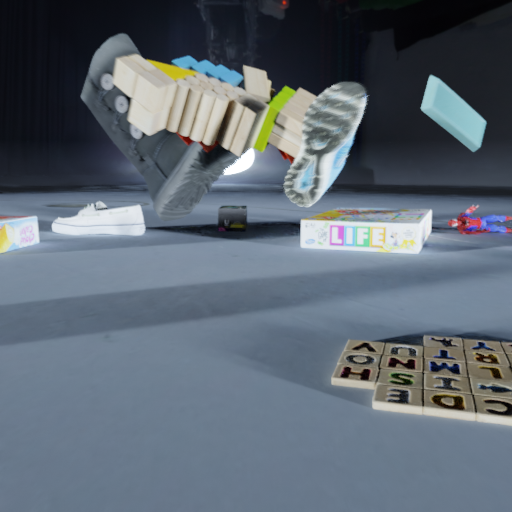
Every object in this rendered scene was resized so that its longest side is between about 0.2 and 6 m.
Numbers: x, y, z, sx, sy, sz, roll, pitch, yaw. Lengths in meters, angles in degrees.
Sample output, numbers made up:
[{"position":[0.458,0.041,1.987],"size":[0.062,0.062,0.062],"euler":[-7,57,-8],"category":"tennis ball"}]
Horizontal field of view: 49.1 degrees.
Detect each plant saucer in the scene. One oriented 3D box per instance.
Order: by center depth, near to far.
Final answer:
[{"position":[3.859,-2.711,10.790],"size":[1.991,0.696,0.189],"euler":[21,-8,-38],"category":"plant saucer"}]

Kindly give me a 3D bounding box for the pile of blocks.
[{"position":[-0.473,-2.298,9.181],"size":[3.685,1.145,1.513],"euler":[13,44,-14],"category":"pile of blocks"}]

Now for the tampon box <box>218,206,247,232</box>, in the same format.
[{"position":[-0.637,-1.027,15.364],"size":[0.754,0.635,1.006],"euler":[0,9,1],"category":"tampon box"}]

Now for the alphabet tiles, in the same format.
[{"position":[1.814,0.997,4.798],"size":[2.189,0.083,1.830],"euler":[3,10,16],"category":"alphabet tiles"}]

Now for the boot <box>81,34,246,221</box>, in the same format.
[{"position":[-1.917,-3.181,11.689],"size":[3.180,3.858,1.266],"euler":[-43,-24,26],"category":"boot"}]

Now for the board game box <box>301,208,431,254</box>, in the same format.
[{"position":[2.737,-0.680,13.223],"size":[2.467,0.628,3.669],"euler":[3,10,20],"category":"board game box"}]

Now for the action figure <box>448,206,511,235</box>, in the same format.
[{"position":[5.915,-0.873,14.190],"size":[1.958,0.639,0.969],"euler":[-1,-7,-3],"category":"action figure"}]

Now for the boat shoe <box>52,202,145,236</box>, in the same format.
[{"position":[-4.089,-1.001,14.583],"size":[2.503,0.836,0.921],"euler":[1,9,6],"category":"boat shoe"}]

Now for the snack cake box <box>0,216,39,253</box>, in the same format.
[{"position":[-5.606,-0.457,11.870],"size":[1.109,0.648,1.928],"euler":[-1,9,7],"category":"snack cake box"}]

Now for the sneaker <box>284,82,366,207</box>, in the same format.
[{"position":[0.993,-1.588,7.890],"size":[0.708,1.807,0.813],"euler":[34,27,15],"category":"sneaker"}]
